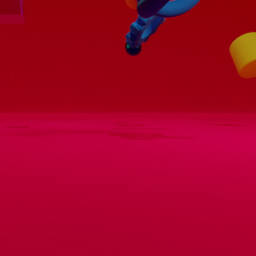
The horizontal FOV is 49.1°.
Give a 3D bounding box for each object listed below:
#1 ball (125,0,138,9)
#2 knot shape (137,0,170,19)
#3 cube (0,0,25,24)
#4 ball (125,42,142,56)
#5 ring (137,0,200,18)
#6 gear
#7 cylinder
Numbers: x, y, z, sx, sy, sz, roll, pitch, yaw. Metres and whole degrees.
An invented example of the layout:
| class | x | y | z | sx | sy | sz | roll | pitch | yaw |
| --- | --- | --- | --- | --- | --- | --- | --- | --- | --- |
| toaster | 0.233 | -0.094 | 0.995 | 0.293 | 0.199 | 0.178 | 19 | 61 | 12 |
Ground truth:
| class | x | y | z | sx | sy | sz | roll | pitch | yaw |
| --- | --- | --- | --- | --- | --- | --- | --- | --- | --- |
| ball | 0.265 | -4.375 | 9.396 | 0.724 | 0.724 | 0.724 | 0 | 3 | 0 |
| knot shape | 0.710 | -2.523 | 4.348 | 1.922 | 1.798 | 0.888 | 40 | 12 | 28 |
| cube | -3.217 | -3.279 | 7.570 | 0.711 | 0.711 | 0.711 | -4 | 4 | -15 |
| ball | 0.226 | -3.339 | 11.555 | 0.721 | 0.721 | 0.721 | 0 | 3 | 0 |
| ring | 0.946 | -3.517 | 6.427 | 1.849 | 1.849 | 0.370 | 0 | 29 | 7 |
| gear | 0.632 | -3.227 | 8.646 | 1.714 | 0.317 | 1.714 | -45 | -4 | -4 |
| cylinder | 4.134 | -2.429 | 9.446 | 1.092 | 1.092 | 1.092 | -8 | -26 | -4 |
